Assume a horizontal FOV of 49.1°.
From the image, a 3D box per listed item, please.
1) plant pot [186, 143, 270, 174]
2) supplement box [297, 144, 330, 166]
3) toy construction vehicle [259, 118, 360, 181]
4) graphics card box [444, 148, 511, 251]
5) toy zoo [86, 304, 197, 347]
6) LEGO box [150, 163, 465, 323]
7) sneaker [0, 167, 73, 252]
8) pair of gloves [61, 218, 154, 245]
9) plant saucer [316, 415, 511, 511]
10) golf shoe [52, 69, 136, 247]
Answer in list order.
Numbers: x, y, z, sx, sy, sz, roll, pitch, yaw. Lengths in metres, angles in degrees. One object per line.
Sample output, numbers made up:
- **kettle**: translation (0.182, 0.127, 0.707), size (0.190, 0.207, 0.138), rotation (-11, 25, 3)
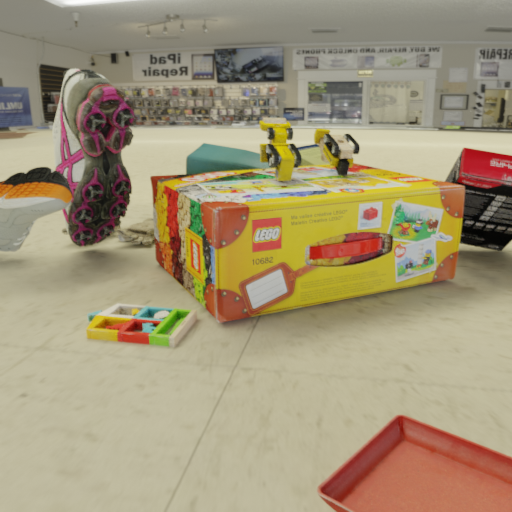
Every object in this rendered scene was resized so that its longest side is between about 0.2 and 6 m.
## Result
- **plant pot**: translation (-0.385, -1.625, 13.080), size (2.168, 1.532, 1.531), rotation (8, 24, 8)
- **supplement box**: translation (1.648, -1.832, 14.086), size (1.773, 1.192, 1.775), rotation (33, 29, 19)
- **toy construction vehicle**: translation (0.826, -1.818, 9.858), size (1.661, 0.672, 1.907), rotation (-3, 33, -13)
- **graphics card box**: translation (4.231, -0.960, 10.365), size (1.625, 0.659, 2.590), rotation (10, -22, 7)
- **toy zoo**: translation (-1.654, 0.928, 7.724), size (1.462, 0.150, 0.959), rotation (3, 17, 11)
- **LEGO box**: translation (0.726, -0.506, 9.775), size (4.395, 1.696, 3.273), rotation (-8, 18, -25)
- **sneaker**: translation (-4.441, -0.740, 10.390), size (2.924, 1.345, 1.107), rotation (-5, 35, 26)
- **pair of gloves**: translation (-3.051, -0.572, 12.410), size (2.021, 0.354, 1.718), rotation (3, 13, 4)
- **plant saucer**: translation (1.424, 1.879, 4.375), size (1.415, 0.260, 1.417), rotation (13, 21, 38)
- **golf shoe**: translation (-3.185, -1.806, 10.692), size (1.254, 3.454, 1.590), rotation (-16, 45, -41)
